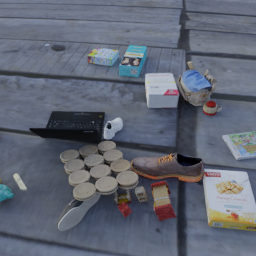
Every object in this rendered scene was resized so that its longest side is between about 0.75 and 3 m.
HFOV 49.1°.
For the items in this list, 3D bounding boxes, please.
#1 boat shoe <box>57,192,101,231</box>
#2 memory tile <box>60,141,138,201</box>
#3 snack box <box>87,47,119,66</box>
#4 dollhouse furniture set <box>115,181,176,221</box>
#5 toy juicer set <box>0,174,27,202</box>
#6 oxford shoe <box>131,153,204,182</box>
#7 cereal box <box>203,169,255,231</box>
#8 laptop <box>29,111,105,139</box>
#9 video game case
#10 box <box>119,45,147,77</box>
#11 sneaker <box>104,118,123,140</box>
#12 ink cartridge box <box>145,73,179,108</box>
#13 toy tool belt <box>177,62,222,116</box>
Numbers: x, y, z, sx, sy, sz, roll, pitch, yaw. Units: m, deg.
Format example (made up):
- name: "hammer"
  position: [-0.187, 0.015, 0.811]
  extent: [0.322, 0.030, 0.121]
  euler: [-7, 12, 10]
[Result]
- name: "boat shoe"
  position: [-1.565, 2.436, 8.591]
  extent: [0.505, 0.593, 1.774]
  euler: [8, 32, 37]
- name: "memory tile"
  position: [-1.052, 1.362, 9.663]
  extent: [2.172, 0.238, 2.834]
  euler: [-14, 31, -18]
- name: "snack box"
  position: [-1.436, -4.192, 16.412]
  extent: [1.503, 0.508, 1.267]
  euler: [12, 41, 12]
- name: "dollhouse furniture set"
  position: [0.504, 2.363, 8.674]
  extent: [1.753, 0.713, 0.943]
  euler: [-14, 40, 10]
- name: "toy juicer set"
  position: [-4.185, 2.032, 9.136]
  extent: [1.935, 0.526, 1.231]
  euler: [-12, 24, -9]
- name: "oxford shoe"
  position: [1.342, 1.198, 9.707]
  extent: [2.531, 0.923, 0.902]
  euler: [3, 40, 4]
- name: "cereal box"
  position: [3.217, 2.207, 8.912]
  extent: [1.463, 0.402, 2.033]
  euler: [4, 40, 4]
- name: "laptop"
  position: [-2.251, -0.314, 11.135]
  extent: [2.414, 1.407, 2.724]
  euler: [2, 40, 1]
- name: "video game case"
  position: [4.627, 0.663, 10.938]
  extent: [1.424, 0.157, 1.296]
  euler: [-6, 41, -7]
- name: "box"
  position: [0.319, -3.831, 15.875]
  extent: [1.082, 0.646, 2.629]
  euler: [8, 41, 9]
- name: "sneaker"
  position: [-0.578, -0.100, 11.465]
  extent: [0.486, 0.647, 1.298]
  euler: [12, 40, 20]
- name: "ink cartridge box"
  position: [1.574, -1.811, 13.365]
  extent: [1.377, 0.791, 1.897]
  euler: [0, 40, -1]
- name: "toy tool belt"
  position: [3.310, -1.883, 12.850]
  extent: [1.593, 1.568, 2.551]
  euler: [-14, 42, -16]
